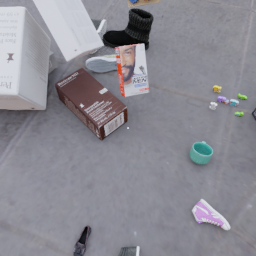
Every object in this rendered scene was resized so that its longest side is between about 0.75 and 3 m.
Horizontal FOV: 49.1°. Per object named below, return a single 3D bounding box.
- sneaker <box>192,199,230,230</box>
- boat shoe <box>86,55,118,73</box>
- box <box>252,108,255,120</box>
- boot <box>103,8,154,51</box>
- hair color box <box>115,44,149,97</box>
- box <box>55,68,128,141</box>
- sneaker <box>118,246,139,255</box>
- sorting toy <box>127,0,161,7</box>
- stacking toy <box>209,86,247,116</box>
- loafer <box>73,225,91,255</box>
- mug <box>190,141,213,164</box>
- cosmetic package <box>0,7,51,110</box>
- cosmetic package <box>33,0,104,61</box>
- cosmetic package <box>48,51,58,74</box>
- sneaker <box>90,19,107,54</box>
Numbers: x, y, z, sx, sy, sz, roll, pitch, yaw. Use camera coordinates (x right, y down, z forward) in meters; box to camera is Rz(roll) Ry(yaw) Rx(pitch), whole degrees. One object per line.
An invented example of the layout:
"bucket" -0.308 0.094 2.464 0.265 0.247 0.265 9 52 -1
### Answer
"sneaker" 2.443 2.766 8.415 0.651 0.414 1.142 -40 58 -16
"boat shoe" -0.879 -2.793 11.988 1.871 0.674 0.580 -4 40 -12
"box" 5.554 -0.343 9.455 1.151 2.013 2.211 -12 58 -8
"boot" -0.033 -4.392 12.314 2.275 1.701 0.856 8 57 5
"hair color box" 0.139 -1.858 9.034 0.866 1.561 0.499 -13 16 -16
"box" -1.370 -0.953 10.489 1.352 1.011 2.699 -38 62 -22
"sneaker" -0.039 3.852 7.665 0.608 0.434 1.227 5 51 5
"sorting toy" 0.446 -4.724 9.146 2.713 1.308 0.459 9 26 37
"stacking toy" 3.919 -1.065 10.955 1.370 0.322 1.033 18 58 11
"loafer" -1.340 3.288 8.080 0.354 0.311 0.986 14 58 9
"mug" 2.504 0.877 9.512 0.848 0.524 0.696 -17 45 -35
"cosmetic package" -4.367 -2.277 9.872 2.428 2.430 2.945 1 82 4
"cosmetic package" -1.953 -3.598 8.988 0.681 2.637 1.988 -23 13 21
"cosmetic package" -4.127 -3.059 11.962 1.992 0.898 1.064 33 62 23
"sneaker" -1.835 -4.208 12.775 1.166 0.831 2.351 10 52 9
